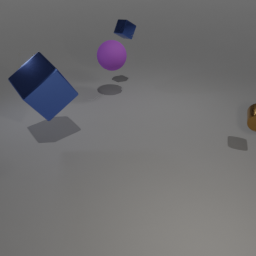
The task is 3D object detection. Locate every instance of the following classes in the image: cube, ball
[{"bbox_3d":[-0.148,-4.841,13.742,0.700,0.700,0.700,14,8,-45],"label":"cube"},{"bbox_3d":[-0.764,-3.409,13.181,1.400,1.400,1.400,0,30,0],"label":"ball"},{"bbox_3d":[-2.825,-1.383,9.416,1.400,1.400,1.400,-43,54,-4],"label":"cube"}]

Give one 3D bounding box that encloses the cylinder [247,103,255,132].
[{"bbox_3d":[4.294,-0.349,9.211,0.700,0.700,0.700,10,40,16],"label":"cylinder"}]
